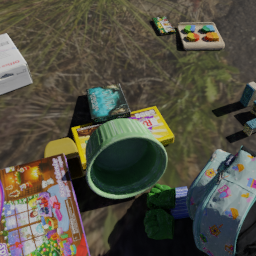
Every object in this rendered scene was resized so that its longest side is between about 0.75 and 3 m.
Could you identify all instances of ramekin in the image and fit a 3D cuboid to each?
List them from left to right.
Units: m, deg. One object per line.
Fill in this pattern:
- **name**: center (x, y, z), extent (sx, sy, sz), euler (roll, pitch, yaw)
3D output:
- **ramekin**: center (-0.127, 0.761, 7.318), extent (2.092, 2.092, 1.022), euler (-12, 37, -10)

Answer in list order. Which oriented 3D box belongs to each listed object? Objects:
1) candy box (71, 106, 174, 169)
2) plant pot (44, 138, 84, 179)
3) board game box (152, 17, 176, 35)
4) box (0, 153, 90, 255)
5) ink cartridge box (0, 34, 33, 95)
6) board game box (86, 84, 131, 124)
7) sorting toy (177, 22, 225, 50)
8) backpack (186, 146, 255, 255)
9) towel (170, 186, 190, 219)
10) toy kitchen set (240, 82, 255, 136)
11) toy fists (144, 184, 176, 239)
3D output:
- **candy box**: center (-0.180, 0.229, 8.828), extent (2.933, 0.387, 1.499), euler (-16, 52, -13)
- **plant pot**: center (-1.861, 0.843, 8.004), extent (0.966, 0.960, 0.988), euler (-13, 46, -10)
- **board game box**: center (1.684, -4.830, 13.221), extent (0.720, 0.161, 1.374), euler (-13, 51, -8)
- **box**: center (-2.100, 2.239, 6.448), extent (2.004, 0.573, 2.928), euler (-15, 71, -11)
- **ink cartridge box**: center (-4.893, -2.398, 10.626), extent (1.679, 1.011, 2.311), euler (-27, 54, -20)
- **board game box**: center (-0.715, -0.878, 9.591), extent (1.276, 0.266, 1.887), euler (-11, 39, -7)
- **sorting toy**: center (3.240, -4.197, 12.551), extent (1.799, 0.354, 1.943), euler (-1, 50, -1)
- **backpack**: center (2.398, 1.826, 6.428), extent (1.863, 2.136, 2.430), euler (16, 50, 34)
- **towel**: center (1.397, 2.003, 7.546), extent (0.642, 0.106, 0.886), euler (-6, 50, -6)
- **toy kitchen set**: center (4.056, -0.647, 9.271), extent (1.150, 0.846, 1.436), euler (-20, 53, -16)
- **toy fists**: center (0.802, 2.104, 7.176), extent (0.750, 0.506, 1.471), euler (-2, 50, 16)
